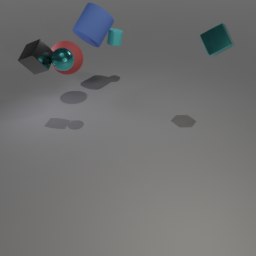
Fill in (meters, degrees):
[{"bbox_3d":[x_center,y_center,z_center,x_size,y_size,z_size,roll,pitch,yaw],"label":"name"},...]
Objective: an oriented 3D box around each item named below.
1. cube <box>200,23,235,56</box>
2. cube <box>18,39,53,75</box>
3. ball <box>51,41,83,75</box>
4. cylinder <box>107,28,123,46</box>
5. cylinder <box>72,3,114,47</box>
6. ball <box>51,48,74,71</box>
[{"bbox_3d":[2.671,-2.614,8.362,0.700,0.700,0.700,-24,1,31],"label":"cube"},{"bbox_3d":[-2.824,-2.200,8.718,0.700,0.700,0.700,-6,57,34],"label":"cube"},{"bbox_3d":[-2.611,-2.986,11.917,1.400,1.400,1.400,0,32,0],"label":"ball"},{"bbox_3d":[-0.644,-4.478,13.825,0.700,0.700,0.700,8,29,-5],"label":"cylinder"},{"bbox_3d":[-1.562,-4.620,12.650,1.400,1.400,1.400,30,1,-1],"label":"cylinder"},{"bbox_3d":[-2.013,-2.118,8.639,0.700,0.700,0.700,0,32,0],"label":"ball"}]
